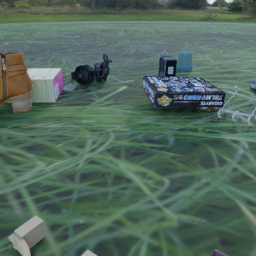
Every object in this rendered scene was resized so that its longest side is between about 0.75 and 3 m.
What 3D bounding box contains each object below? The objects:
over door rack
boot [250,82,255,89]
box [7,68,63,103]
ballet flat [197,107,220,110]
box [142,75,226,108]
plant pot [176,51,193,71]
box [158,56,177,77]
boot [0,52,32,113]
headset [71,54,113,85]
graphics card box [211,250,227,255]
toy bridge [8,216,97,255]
[{"bbox_3d":[3.734,-0.698,9.127,1.069,0.482,1.448,18,55,38],"label":"over door rack"},{"bbox_3d":[5.338,-1.723,11.739,0.462,0.372,1.023,3,17,24],"label":"boot"},{"bbox_3d":[-3.647,-1.676,10.892,1.912,0.924,1.682,0,25,-3],"label":"box"},{"bbox_3d":[2.792,-0.764,9.676,0.827,0.297,0.297,4,25,2],"label":"ballet flat"},{"bbox_3d":[1.830,-1.322,9.872,2.339,0.585,2.356,-1,23,-7],"label":"box"},{"bbox_3d":[3.035,-3.593,14.967,0.938,0.919,0.938,1,26,0],"label":"plant pot"},{"bbox_3d":[1.879,-2.882,13.393,0.601,0.969,0.953,-4,26,-12],"label":"box"},{"bbox_3d":[-4.511,-1.452,9.121,2.617,2.025,0.964,-10,27,-20],"label":"boot"},{"bbox_3d":[-1.571,-2.650,12.590,1.630,1.240,2.640,-18,20,-32],"label":"headset"},{"bbox_3d":[1.129,2.301,3.019,1.155,0.468,1.840,18,32,33],"label":"graphics card box"},{"bbox_3d":[-0.745,2.040,3.687,2.673,0.364,0.899,16,30,31],"label":"toy bridge"}]
